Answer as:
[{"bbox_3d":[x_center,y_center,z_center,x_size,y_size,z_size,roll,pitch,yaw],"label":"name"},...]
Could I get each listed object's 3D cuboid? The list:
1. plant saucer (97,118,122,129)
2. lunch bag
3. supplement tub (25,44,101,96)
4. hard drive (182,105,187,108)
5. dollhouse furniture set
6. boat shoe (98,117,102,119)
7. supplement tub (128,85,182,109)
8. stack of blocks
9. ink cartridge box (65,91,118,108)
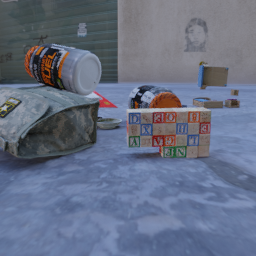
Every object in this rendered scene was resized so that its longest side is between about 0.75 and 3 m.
[{"bbox_3d":[-0.831,-0.176,11.409,1.186,0.298,1.186,1,12,0],"label":"plant saucer"},{"bbox_3d":[-2.629,-0.209,7.820,2.367,1.697,2.886,18,22,32],"label":"lunch bag"},{"bbox_3d":[-2.219,-2.009,9.414,2.373,1.454,1.454,17,18,27],"label":"supplement tub"},{"bbox_3d":[2.915,-1.129,16.038,0.888,0.279,1.317,3,12,15],"label":"hard drive"},{"bbox_3d":[5.490,-2.758,17.681,2.654,2.811,1.834,-2,13,-8],"label":"dollhouse furniture set"},{"bbox_3d":[-1.631,-0.337,12.059,1.133,0.415,0.355,4,3,-34],"label":"boat shoe"},{"bbox_3d":[1.109,-0.960,11.870,1.640,1.640,2.677,-3,12,-16],"label":"supplement tub"},{"bbox_3d":[1.067,0.123,7.592,2.194,1.263,0.643,-1,12,-5],"label":"stack of blocks"},{"bbox_3d":[-1.896,-1.505,11.941,2.154,0.547,2.445,-8,32,-38],"label":"ink cartridge box"}]
